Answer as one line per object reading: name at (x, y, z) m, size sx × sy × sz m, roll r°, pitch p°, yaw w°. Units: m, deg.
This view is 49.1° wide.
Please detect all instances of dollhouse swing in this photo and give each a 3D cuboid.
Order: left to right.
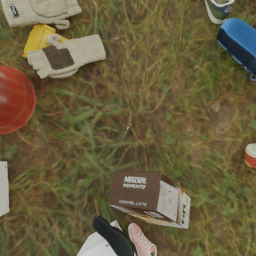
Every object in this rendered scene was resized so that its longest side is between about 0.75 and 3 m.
dollhouse swing at (-2.718, -2.706, 9.448) m, size 1.033 × 0.999 × 1.136 m, roll 16°, pitch 86°, yaw 42°

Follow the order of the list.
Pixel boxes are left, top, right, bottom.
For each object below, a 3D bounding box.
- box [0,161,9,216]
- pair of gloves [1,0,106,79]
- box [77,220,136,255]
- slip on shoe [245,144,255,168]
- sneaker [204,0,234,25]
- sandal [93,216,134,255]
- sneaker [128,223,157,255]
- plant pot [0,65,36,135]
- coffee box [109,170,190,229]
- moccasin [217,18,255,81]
box at (-5.253, 1.967, 8.582) m, size 2.688 × 1.310 × 1.672 m, roll -4°, pitch 86°, yaw 0°
pair of gloves at (-2.336, -3.063, 9.069) m, size 2.473 × 0.510 × 2.908 m, roll -29°, pitch 91°, yaw -22°
box at (-0.489, 3.779, 8.040) m, size 1.070 × 2.013 × 1.532 m, roll -30°, pitch 83°, yaw -1°
slip on shoe at (4.885, 1.007, 8.985) m, size 2.384 × 0.883 × 0.730 m, roll 4°, pitch 119°, yaw -5°
sneaker at (2.707, -4.737, 9.105) m, size 0.847 × 1.134 × 2.527 m, roll -26°, pitch 87°, yaw -2°
sandal at (-0.295, 2.608, 6.778) m, size 1.380 × 0.330 × 0.519 m, roll 36°, pitch 112°, yaw 32°
sneaker at (0.508, 3.565, 8.769) m, size 0.660 × 0.475 × 1.263 m, roll -20°, pitch 92°, yaw 43°
plant pot at (-4.273, -1.031, 8.292) m, size 2.351 × 2.286 × 2.351 m, roll 0°, pitch 86°, yaw 0°
coffee box at (0.708, 2.023, 7.771) m, size 1.384 × 2.420 × 0.964 m, roll -2°, pitch 63°, yaw 29°
moccasin at (4.156, -2.356, 9.056) m, size 1.185 × 1.004 × 2.945 m, roll -43°, pitch 89°, yaw -10°
